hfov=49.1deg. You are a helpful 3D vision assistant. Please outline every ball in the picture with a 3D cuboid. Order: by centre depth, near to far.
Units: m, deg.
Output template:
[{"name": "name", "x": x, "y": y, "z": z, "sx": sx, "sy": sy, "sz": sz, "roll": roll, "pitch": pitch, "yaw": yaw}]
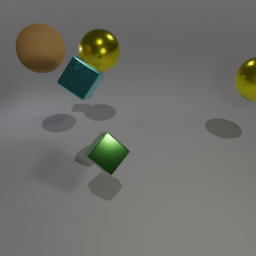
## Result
[{"name": "ball", "x": -2.554, "y": -2.322, "z": 8.218, "sx": 1.400, "sy": 1.400, "sz": 1.400, "roll": 0, "pitch": 31, "yaw": 0}, {"name": "ball", "x": 4.085, "y": -1.529, "z": 8.788, "sx": 1.400, "sy": 1.400, "sz": 1.400, "roll": 0, "pitch": 31, "yaw": 0}, {"name": "ball", "x": -0.946, "y": -2.578, "z": 9.362, "sx": 1.400, "sy": 1.400, "sz": 1.400, "roll": 0, "pitch": 31, "yaw": 0}]

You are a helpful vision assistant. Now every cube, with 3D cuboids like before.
[{"name": "cube", "x": -1.036, "y": -1.116, "z": 6.307, "sx": 0.700, "sy": 0.700, "sz": 0.700, "roll": 34, "pitch": 10, "yaw": -2}, {"name": "cube", "x": -0.514, "y": 0.583, "z": 6.527, "sx": 0.700, "sy": 0.700, "sz": 0.700, "roll": -52, "pitch": 13, "yaw": -12}]
